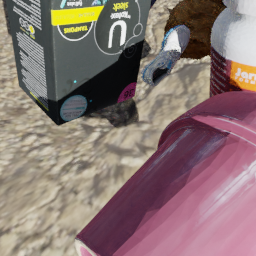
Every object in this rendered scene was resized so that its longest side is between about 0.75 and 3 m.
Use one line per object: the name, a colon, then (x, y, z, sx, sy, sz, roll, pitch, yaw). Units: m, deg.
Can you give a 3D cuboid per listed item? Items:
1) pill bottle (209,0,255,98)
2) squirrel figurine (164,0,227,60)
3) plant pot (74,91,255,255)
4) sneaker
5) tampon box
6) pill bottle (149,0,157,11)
pill bottle: (1.914, -0.850, 3.893, 1.505, 2.747, 1.505, -7, 42, 7)
squirrel figurine: (1.965, -2.046, 5.088, 2.693, 1.906, 2.514, -37, 35, 3)
plant pot: (0.800, 1.159, 2.969, 2.225, 2.486, 2.486, -30, 59, -28)
sneaker: (0.649, -1.090, 4.404, 0.408, 1.089, 0.472, 26, 19, -24)
tampon box: (-0.844, -1.627, 4.819, 1.827, 2.438, 1.539, -25, 49, -34)
pill bottle: (0.130, -3.500, 7.039, 1.317, 1.317, 2.277, 27, 75, 18)
